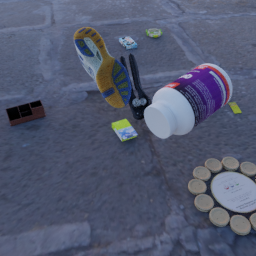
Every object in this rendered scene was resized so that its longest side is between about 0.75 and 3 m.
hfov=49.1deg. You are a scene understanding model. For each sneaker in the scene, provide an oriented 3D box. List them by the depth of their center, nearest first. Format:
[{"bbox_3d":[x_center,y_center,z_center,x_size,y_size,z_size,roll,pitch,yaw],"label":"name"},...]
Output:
[{"bbox_3d":[-0.728,-1.725,8.361,0.958,1.122,2.545,-27,90,-12],"label":"sneaker"}]

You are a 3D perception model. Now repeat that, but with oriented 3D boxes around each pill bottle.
[{"bbox_3d":[1.711,-0.757,8.046,2.560,1.440,1.440,-33,51,-28],"label":"pill bottle"}]

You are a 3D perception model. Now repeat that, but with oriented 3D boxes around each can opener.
[{"bbox_3d":[0.164,-1.249,8.514,0.693,0.859,2.185,-18,79,-4],"label":"can opener"}]

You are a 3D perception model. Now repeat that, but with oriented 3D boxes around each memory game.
[{"bbox_3d":[3.513,2.087,9.169,3.010,0.192,3.010,1,42,0],"label":"memory game"}]

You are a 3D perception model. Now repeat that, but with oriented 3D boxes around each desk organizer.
[{"bbox_3d":[-4.345,-0.652,11.931,1.515,0.583,0.543,-19,45,-20],"label":"desk organizer"}]

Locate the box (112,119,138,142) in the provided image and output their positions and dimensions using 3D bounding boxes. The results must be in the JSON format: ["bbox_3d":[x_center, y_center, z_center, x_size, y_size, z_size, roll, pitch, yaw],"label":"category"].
[{"bbox_3d":[-0.131,0.109,11.320,0.672,0.263,1.103,-19,45,-20],"label":"box"}]

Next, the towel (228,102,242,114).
[{"bbox_3d":[4.813,-0.902,12.614,0.332,0.070,0.771,-8,43,-1],"label":"towel"}]

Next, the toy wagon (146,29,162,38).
[{"bbox_3d":[1.732,-6.198,18.386,0.997,0.254,1.285,-4,43,-4],"label":"toy wagon"}]

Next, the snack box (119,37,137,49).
[{"bbox_3d":[-0.003,-5.298,17.394,0.715,0.228,1.230,-16,44,-17],"label":"snack box"}]
